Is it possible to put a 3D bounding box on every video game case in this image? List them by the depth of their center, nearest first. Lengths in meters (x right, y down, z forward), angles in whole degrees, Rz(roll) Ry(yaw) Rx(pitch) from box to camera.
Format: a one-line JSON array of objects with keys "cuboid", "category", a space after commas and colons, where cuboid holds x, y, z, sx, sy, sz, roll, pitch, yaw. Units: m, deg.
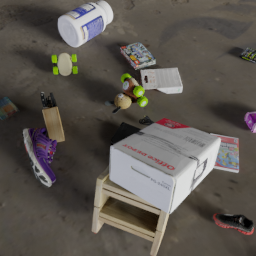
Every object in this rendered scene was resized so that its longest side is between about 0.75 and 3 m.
[{"cuboid": [3.541, 0.895, 10.413, 1.092, 0.133, 1.527, 10, 50, 9], "category": "video game case"}]

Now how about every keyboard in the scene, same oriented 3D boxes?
[{"cuboid": [0.960, 0.492, 10.665, 2.957, 0.305, 1.879, 24, 60, 18], "category": "keyboard"}]

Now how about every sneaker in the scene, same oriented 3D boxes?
[{"cuboid": [3.196, 2.806, 8.454, 1.249, 0.610, 0.442, 14, 53, 14], "category": "sneaker"}, {"cuboid": [-2.975, 0.849, 9.897, 1.099, 1.062, 2.635, -15, 50, -20], "category": "sneaker"}]

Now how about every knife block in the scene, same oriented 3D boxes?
[{"cuboid": [-2.924, -0.492, 10.688, 0.557, 1.530, 1.742, -13, 51, -10], "category": "knife block"}]

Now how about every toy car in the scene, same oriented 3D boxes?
[{"cuboid": [-0.195, -1.271, 11.667, 1.547, 1.221, 1.271, -34, 51, -7], "category": "toy car"}, {"cuboid": [-3.037, -3.161, 13.607, 1.111, 1.067, 1.352, -4, 20, -8], "category": "toy car"}]

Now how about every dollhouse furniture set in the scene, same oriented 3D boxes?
[{"cuboid": [0.474, 1.940, 8.662, 2.000, 1.988, 2.837, 17, 27, 15], "category": "dollhouse furniture set"}]

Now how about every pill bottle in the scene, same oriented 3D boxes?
[{"cuboid": [-2.189, -5.725, 15.103, 1.688, 1.688, 2.821, 32, 56, 25], "category": "pill bottle"}]

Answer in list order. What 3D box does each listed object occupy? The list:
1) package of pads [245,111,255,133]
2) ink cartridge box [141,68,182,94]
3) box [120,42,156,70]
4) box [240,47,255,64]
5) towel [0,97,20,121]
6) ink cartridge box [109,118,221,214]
[{"cuboid": [5.480, -0.298, 11.192, 1.361, 0.515, 0.820, -6, 47, -5], "category": "package of pads"}, {"cuboid": [1.514, -2.162, 12.912, 1.763, 0.442, 1.419, -5, 49, 1], "category": "ink cartridge box"}, {"cuboid": [0.495, -3.691, 14.238, 1.164, 0.339, 1.700, -21, 52, -17], "category": "box"}, {"cuboid": [6.325, -3.735, 14.367, 0.881, 0.217, 0.912, 32, 56, 22], "category": "box"}, {"cuboid": [-5.258, -0.850, 11.929, 0.841, 0.124, 1.147, -35, 58, -26], "category": "towel"}, {"cuboid": [1.025, 0.827, 7.548, 1.912, 1.097, 2.632, 23, 32, 31], "category": "ink cartridge box"}]
